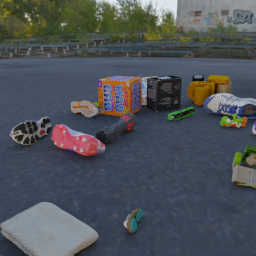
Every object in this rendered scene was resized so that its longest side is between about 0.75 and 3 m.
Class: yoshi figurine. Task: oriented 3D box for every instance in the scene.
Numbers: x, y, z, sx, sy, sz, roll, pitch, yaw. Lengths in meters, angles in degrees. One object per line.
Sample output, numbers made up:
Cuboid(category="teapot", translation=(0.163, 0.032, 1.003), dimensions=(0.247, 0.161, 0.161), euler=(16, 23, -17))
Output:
Cuboid(category="yoshi figurine", translation=(4.431, -0.312, 11.890), dimensions=(1.043, 0.586, 0.584), euler=(-1, 2, 5))

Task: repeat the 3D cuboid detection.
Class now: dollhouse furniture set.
Cuboid(category="dollhouse furniture set", translation=(3.300, 1.195, 7.760), dimensions=(0.784, 0.605, 1.568), euler=(13, 41, 16))

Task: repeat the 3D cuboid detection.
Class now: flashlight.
Cuboid(category="flashlight", translation=(-0.445, 0.015, 10.721), dimensions=(0.701, 0.698, 2.063), euler=(25, 32, 25))

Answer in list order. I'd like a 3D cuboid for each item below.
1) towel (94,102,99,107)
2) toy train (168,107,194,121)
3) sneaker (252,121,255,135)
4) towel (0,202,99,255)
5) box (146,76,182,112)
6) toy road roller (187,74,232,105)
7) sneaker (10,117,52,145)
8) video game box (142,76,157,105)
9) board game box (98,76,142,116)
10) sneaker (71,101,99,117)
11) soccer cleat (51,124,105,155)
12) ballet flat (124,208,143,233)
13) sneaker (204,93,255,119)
Cuboid(category="towel", translation=(-1.841, -1.227, 15.226), dimensions=(0.598, 0.126, 1.391), euler=(5, 19, 13))
Cuboid(category="toy train", translation=(2.530, -0.690, 13.266), dimensions=(0.517, 0.383, 1.835), euler=(3, 15, 43))
Cuboid(category="sneaker", translation=(5.627, -0.025, 10.758), dimensions=(1.576, 0.658, 0.636), euler=(0, 19, -1))
Cuboid(category="towel", translation=(-1.518, 1.984, 5.306), dimensions=(1.661, 0.286, 1.100), euler=(16, 25, 36))
Cuboid(category="box", translation=(1.857, -1.806, 14.548), dimensions=(1.607, 1.634, 0.959), euler=(-11, 21, -30))
Cuboid(category="toy road roller", translation=(4.515, -1.999, 15.676), dimensions=(2.338, 1.437, 1.707), euler=(6, 34, 18))
Cuboid(category="sneaker", translation=(-3.666, 0.157, 10.392), dimensions=(0.882, 0.852, 2.114), euler=(-11, 6, 16))
Cuboid(category="video game box", translation=(0.888, -2.173, 16.204), dimensions=(2.647, 0.620, 2.411), euler=(-9, 39, -16))
Cuboid(category="board game box", translation=(-0.365, -1.632, 13.958), dimensions=(1.673, 1.673, 1.674), euler=(7, 20, 21))
Cuboid(category="sneaker", translation=(-1.997, -1.013, 13.652), dimensions=(0.742, 0.752, 1.923), euler=(-11, 20, -43))
Cuboid(category="soccer cleat", translation=(-1.761, 0.425, 9.509), dimensions=(2.360, 0.787, 0.903), euler=(15, -1, 45))
Cuboid(category="ballet flat", translation=(0.077, 1.890, 5.703), dimensions=(0.274, 0.257, 0.759), euler=(-15, 12, 22))
Cuboid(category="sneaker", translation=(4.972, -1.010, 13.121), dimensions=(2.768, 1.042, 1.220), euler=(4, 19, 14))
